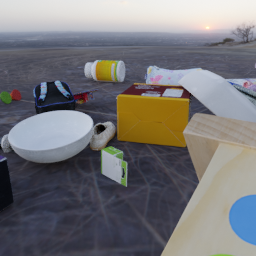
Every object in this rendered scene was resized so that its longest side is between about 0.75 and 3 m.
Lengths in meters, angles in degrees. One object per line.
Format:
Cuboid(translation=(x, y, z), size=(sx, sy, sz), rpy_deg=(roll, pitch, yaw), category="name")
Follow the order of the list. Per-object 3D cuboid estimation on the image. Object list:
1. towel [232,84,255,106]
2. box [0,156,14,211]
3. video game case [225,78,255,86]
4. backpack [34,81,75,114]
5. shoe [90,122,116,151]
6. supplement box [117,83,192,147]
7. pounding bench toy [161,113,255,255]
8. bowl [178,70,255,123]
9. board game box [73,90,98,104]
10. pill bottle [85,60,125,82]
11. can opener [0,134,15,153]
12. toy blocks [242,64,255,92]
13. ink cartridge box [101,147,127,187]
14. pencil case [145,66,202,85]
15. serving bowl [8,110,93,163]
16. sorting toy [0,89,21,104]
Cuboid(translation=(4.866, -0.419, 8.727), size=(2.717, 0.487, 2.822), rpy_deg=(23, 14, -16), category="towel")
Cuboid(translation=(-3.328, 1.039, 5.051), size=(1.942, 1.013, 1.437), rpy_deg=(11, 23, 25), category="box")
Cuboid(translation=(6.378, -1.971, 13.897), size=(2.225, 0.558, 2.455), rpy_deg=(-4, 21, -11), category="video game case")
Cuboid(translation=(-2.550, -0.966, 9.633), size=(1.331, 0.981, 1.458), rpy_deg=(-12, 43, -17), category="backpack")
Cuboid(translation=(-0.731, 0.109, 8.315), size=(0.598, 0.457, 1.712), rpy_deg=(-5, 21, 10), category="shoe")
Cuboid(translation=(0.903, -0.511, 8.732), size=(2.024, 1.363, 2.052), rpy_deg=(5, 21, 15), category="supplement box")
Cuboid(translation=(1.082, 1.875, 1.894), size=(1.862, 2.997, 2.338), rpy_deg=(14, 56, 38), category="pounding bench toy")
Cuboid(translation=(2.809, -0.850, 8.495), size=(2.446, 0.913, 2.442), rpy_deg=(35, 14, -15), category="bowl")
Cuboid(translation=(-2.187, -1.159, 11.599), size=(2.056, 0.400, 1.624), rpy_deg=(-13, 5, 8), category="board game box")
Cuboid(translation=(-1.399, -3.434, 16.878), size=(2.248, 1.249, 1.249), rpy_deg=(6, 21, 16), category="pill bottle")
Cuboid(translation=(-2.710, 0.169, 8.029), size=(0.675, 0.535, 2.032), rpy_deg=(31, 34, 35), category="can opener")
Cuboid(translation=(5.234, -1.630, 10.988), size=(1.617, 1.921, 1.795), rpy_deg=(-1, 19, -20), category="toy blocks")
Cuboid(translation=(-0.220, 0.841, 6.190), size=(0.830, 0.613, 0.314), rpy_deg=(20, 27, 41), category="ink cartridge box")
Cuboid(translation=(2.300, -2.337, 13.819), size=(2.877, 1.305, 1.196), rpy_deg=(5, -12, 10), category="pencil case")
Cuboid(translation=(-1.885, 0.280, 7.142), size=(2.076, 0.683, 2.076), rpy_deg=(-3, 27, 1), category="serving bowl")
Cuboid(translation=(-5.477, -1.295, 12.400), size=(0.548, 0.552, 1.592), rpy_deg=(-17, 10, 25), category="sorting toy")
